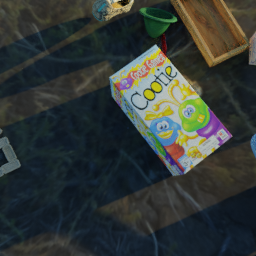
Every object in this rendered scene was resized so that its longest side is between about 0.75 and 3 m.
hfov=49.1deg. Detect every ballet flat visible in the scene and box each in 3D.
[{"bbox_3d":[-0.229,-3.499,7.629,0.699,0.775,2.059,48,41,-11],"label":"ballet flat"}]

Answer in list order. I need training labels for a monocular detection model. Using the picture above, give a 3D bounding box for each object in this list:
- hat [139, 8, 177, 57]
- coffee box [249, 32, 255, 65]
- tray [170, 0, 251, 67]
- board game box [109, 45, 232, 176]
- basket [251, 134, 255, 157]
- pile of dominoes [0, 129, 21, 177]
[{"bbox_3d":[0.784,-2.827,8.481,1.139,1.211,1.376,9,37,-6],"label":"hat"},{"bbox_3d":[4.390,-2.275,8.147,1.504,0.600,0.850,6,79,1],"label":"coffee box"},{"bbox_3d":[2.420,-3.192,8.410,1.235,0.464,2.505,-26,79,-5],"label":"tray"},{"bbox_3d":[0.976,-0.377,7.320,1.521,1.494,2.901,-37,81,-7],"label":"board game box"},{"bbox_3d":[4.478,1.132,6.736,2.486,1.961,2.819,-17,92,-4],"label":"basket"},{"bbox_3d":[-4.259,0.858,7.789,2.076,0.331,1.618,-26,79,-13],"label":"pile of dominoes"}]
